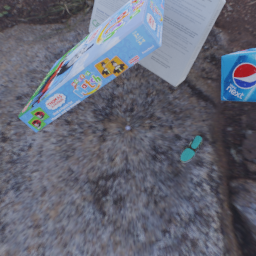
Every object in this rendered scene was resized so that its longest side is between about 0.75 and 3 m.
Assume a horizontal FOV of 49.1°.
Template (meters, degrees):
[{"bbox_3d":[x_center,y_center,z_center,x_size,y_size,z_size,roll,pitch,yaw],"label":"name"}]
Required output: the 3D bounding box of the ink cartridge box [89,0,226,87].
[{"bbox_3d":[0.578,-2.844,6.330,2.898,2.904,0.589,36,46,13],"label":"ink cartridge box"}]

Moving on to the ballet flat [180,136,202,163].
[{"bbox_3d":[1.428,0.516,6.351,0.290,0.290,0.780,37,69,20],"label":"ballet flat"}]

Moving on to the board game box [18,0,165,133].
[{"bbox_3d":[-0.633,-1.349,5.317,2.886,0.528,2.183,-29,30,28],"label":"board game box"}]

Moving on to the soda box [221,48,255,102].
[{"bbox_3d":[1.954,-0.863,4.166,0.638,0.604,1.882,5,19,33],"label":"soda box"}]
